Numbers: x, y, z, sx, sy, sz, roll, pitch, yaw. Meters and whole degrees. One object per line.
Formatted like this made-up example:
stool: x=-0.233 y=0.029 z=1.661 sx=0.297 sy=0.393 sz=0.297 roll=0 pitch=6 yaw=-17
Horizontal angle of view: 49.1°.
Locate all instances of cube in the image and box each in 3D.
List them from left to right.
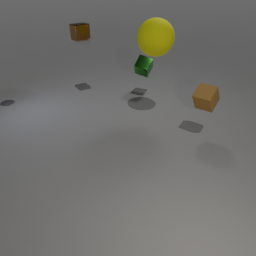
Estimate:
cube: x=-2.175 y=-4.357 z=12.691 sx=0.700 sy=0.700 sz=0.700 roll=-18 pitch=32 yaw=-27
cube: x=0.765 y=-3.003 z=13.599 sx=0.700 sy=0.700 sz=0.700 roll=23 pitch=73 yaw=12
cube: x=2.853 y=-1.112 z=10.215 sx=0.700 sy=0.700 sz=0.700 roll=21 pitch=66 yaw=34

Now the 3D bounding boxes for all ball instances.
ball: x=1.050 y=-3.400 z=10.518 sx=1.400 sy=1.400 sz=1.400 roll=0 pitch=30 yaw=0
